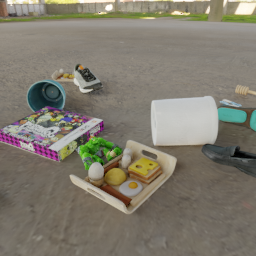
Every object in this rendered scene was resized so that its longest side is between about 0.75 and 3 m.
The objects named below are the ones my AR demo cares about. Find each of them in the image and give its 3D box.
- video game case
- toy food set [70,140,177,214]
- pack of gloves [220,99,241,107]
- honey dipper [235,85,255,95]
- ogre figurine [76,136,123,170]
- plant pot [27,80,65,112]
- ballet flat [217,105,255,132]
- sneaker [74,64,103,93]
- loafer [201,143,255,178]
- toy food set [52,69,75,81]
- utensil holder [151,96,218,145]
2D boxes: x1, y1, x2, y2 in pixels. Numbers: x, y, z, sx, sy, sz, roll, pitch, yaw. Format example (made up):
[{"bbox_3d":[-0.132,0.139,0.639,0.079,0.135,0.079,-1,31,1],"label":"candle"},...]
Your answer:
[{"bbox_3d":[-2.702,0.085,10.057,2.784,0.499,2.524,14,30,26],"label":"video game case"},{"bbox_3d":[-0.051,1.133,7.680,1.817,0.765,2.533,19,33,33],"label":"toy food set"},{"bbox_3d":[4.674,-1.059,12.799,0.893,0.176,0.750,27,27,35],"label":"pack of gloves"},{"bbox_3d":[6.451,-1.645,13.625,2.308,0.438,0.438,20,33,31],"label":"honey dipper"},{"bbox_3d":[-0.946,0.733,8.623,0.901,0.738,1.503,36,56,24],"label":"ogre figurine"},{"bbox_3d":[-3.372,-1.417,12.076,1.526,1.526,1.434,-1,21,-2],"label":"plant pot"},{"bbox_3d":[4.723,-0.413,10.669,2.698,0.917,0.923,24,26,38],"label":"ballet flat"},{"bbox_3d":[-2.209,-2.585,14.575,1.037,1.112,2.805,-22,34,-22],"label":"sneaker"},{"bbox_3d":[3.160,0.806,8.422,1.953,0.685,0.663,22,34,36],"label":"loafer"},{"bbox_3d":[-3.536,-3.164,16.507,1.638,0.495,1.175,1,27,2],"label":"toy food set"},{"bbox_3d":[1.815,-0.201,9.418,1.945,1.653,1.653,-3,27,-1],"label":"utensil holder"}]
